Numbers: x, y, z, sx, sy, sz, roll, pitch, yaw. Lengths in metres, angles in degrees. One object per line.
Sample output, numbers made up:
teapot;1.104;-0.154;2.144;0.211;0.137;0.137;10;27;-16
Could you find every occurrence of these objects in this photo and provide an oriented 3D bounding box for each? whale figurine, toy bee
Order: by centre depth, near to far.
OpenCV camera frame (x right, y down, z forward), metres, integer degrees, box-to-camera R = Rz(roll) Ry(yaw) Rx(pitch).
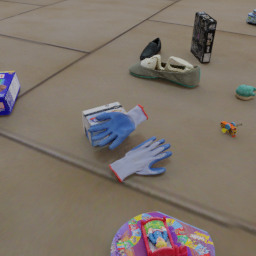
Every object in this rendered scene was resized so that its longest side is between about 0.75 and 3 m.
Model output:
toy bee;3.038;0.057;8.311;0.505;0.419;0.771;-9;13;1
whale figurine;4.267;-1.364;10.029;0.890;0.462;0.708;-24;43;-28

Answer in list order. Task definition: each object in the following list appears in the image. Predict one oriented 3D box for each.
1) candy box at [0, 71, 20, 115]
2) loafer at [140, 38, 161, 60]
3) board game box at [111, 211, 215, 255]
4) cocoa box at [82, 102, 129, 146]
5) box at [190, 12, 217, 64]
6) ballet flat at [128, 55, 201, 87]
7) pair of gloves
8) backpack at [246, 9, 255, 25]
candy box;-4.743;-1.196;9.573;1.638;0.746;1.937;-6;37;-6
loafer;1.031;-3.588;12.764;0.639;0.660;1.881;16;40;20
board game box;0.637;2.086;5.247;1.939;0.378;1.532;14;32;35
cocoa box;-0.637;-0.121;8.131;1.191;0.794;0.781;-16;40;-20
box;3.279;-3.975;12.320;0.397;1.823;1.460;-6;37;-8
ballet flat;1.406;-2.401;10.981;2.990;0.952;1.007;17;41;22
pair of gloves;0.092;0.369;7.313;1.764;0.250;2.194;-27;69;-20
backpack;7.654;-6.576;16.557;1.091;0.802;0.999;25;40;35
